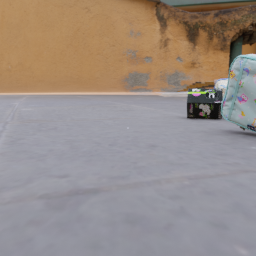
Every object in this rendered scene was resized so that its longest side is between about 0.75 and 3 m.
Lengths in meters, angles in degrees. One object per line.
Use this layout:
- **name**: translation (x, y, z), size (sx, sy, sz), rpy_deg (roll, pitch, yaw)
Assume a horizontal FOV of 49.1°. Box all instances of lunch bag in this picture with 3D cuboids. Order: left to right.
- **lunch bag**: translation (3.190, -0.852, 7.095), size (0.732, 1.898, 1.522), rpy_deg (-18, 34, -40)

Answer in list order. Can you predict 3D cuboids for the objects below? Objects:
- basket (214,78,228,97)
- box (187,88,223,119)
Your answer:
- **basket**: translation (4.337, -1.416, 12.024), size (1.345, 1.705, 1.933), rpy_deg (9, 22, 25)
- **box**: translation (2.942, -0.945, 10.786), size (1.302, 0.809, 0.967), rpy_deg (2, 43, 14)
